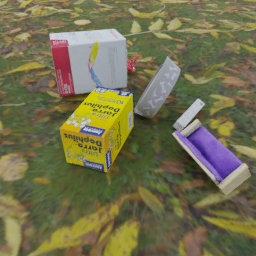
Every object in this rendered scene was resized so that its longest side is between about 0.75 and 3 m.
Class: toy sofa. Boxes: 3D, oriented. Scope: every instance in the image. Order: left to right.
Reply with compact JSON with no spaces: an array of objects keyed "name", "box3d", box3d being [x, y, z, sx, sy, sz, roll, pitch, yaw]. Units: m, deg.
[{"name":"toy sofa","box3d":[2.075,0.632,7.152,0.827,0.975,1.998,-40,44,4]}]

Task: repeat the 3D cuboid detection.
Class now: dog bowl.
[{"name":"dog bowl","box3d":[0.938,-1.229,8.949,0.609,2.077,2.077,31,42,-3]}]

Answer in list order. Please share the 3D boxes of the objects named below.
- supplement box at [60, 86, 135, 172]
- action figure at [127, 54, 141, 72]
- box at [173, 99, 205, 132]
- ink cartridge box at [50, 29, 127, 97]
[{"name":"supplement box","box3d":[-0.745,-0.062,7.960,1.242,1.250,2.283,11,40,16]},{"name":"action figure","box3d":[0.014,-2.993,11.953,0.869,0.573,1.757,-31,54,-4]},{"name":"box","box3d":[2.007,-0.436,9.142,0.327,0.306,1.580,40,50,9]},{"name":"ink cartridge box","box3d":[-1.445,-2.493,10.394,2.556,1.849,1.857,-9,32,-11]}]
